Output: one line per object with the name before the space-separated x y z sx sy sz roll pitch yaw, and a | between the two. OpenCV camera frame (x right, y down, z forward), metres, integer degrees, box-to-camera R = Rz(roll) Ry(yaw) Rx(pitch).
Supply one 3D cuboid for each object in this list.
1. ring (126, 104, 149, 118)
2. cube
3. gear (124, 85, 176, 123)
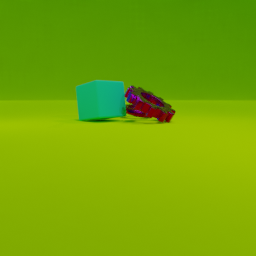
ring | 0.422 -0.743 12.103 1.391 0.278 1.391 10 15 -3
cube | -0.997 -0.992 10.389 1.297 1.297 1.297 -6 0 -43
gear | 0.787 -0.873 9.985 1.882 0.348 1.882 25 22 -11
